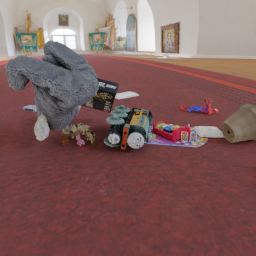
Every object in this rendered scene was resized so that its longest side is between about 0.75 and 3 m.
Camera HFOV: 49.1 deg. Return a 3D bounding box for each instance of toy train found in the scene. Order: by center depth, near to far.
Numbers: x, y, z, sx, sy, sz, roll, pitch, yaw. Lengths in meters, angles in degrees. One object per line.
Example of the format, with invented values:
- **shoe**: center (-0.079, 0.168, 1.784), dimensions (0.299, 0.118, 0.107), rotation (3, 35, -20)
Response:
- **toy train**: center (0.077, -0.053, 10.287), dimensions (1.565, 1.170, 2.747), rotation (9, 20, 5)

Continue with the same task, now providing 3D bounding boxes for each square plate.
- **square plate**: center (3.215, 0.128, 11.100), dimensions (1.053, 0.151, 1.063), rotation (2, 19, -5)

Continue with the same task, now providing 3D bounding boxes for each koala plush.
- **koala plush**: center (-2.372, -0.954, 9.436), dimensions (2.562, 2.788, 2.472), rotation (31, 42, 10)

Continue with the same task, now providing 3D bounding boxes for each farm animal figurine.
- **farm animal figurine**: center (-1.822, 0.131, 10.239), dimensions (1.276, 0.665, 1.262), rotation (-2, 21, -3)

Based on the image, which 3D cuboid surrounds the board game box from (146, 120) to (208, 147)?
- **board game box**: center (1.728, 0.049, 10.834), dimensions (2.672, 0.520, 2.111), rotation (4, 20, 11)

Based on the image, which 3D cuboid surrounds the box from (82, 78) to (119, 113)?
- **box**: center (-1.360, -1.362, 11.228), dimensions (1.722, 0.525, 2.136), rotation (16, -18, -6)

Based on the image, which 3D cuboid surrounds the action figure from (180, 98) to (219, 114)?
- **action figure**: center (3.577, -1.177, 13.871), dimensions (1.840, 0.911, 0.600), rotation (13, 23, 25)

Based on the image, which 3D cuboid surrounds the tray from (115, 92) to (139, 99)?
- **tray**: center (-0.192, -2.052, 17.366), dimensions (1.658, 0.184, 0.890), rotation (-15, 23, -37)

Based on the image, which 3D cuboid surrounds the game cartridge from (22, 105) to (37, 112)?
- **game cartridge**: center (-4.859, -1.005, 14.392), dimensions (0.942, 0.191, 0.628), rotation (11, 25, 27)

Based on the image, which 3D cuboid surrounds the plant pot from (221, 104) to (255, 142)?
- **plant pot**: center (4.131, -0.064, 10.247), dimensions (1.180, 1.360, 1.360), rotation (-22, 24, -13)
